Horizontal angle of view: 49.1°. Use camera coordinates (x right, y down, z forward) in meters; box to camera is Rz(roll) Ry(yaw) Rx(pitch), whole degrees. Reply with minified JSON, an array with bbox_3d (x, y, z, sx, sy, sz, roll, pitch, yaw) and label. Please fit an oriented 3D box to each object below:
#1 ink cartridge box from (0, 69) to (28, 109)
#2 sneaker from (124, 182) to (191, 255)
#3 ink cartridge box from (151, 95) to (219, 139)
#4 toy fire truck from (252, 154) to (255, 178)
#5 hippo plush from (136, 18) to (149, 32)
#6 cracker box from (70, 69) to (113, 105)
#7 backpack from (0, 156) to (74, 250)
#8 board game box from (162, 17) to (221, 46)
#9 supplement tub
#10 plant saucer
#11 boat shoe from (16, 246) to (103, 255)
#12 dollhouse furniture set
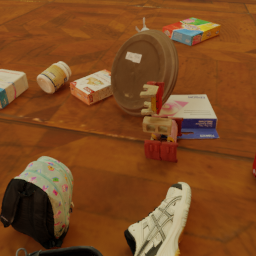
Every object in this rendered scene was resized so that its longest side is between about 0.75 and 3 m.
[{"bbox_3d":[-4.544,-1.441,10.061,1.145,0.671,1.585,12,40,15],"label":"ink cartridge box"},{"bbox_3d":[0.528,1.942,5.409,1.117,0.964,2.548,12,38,16],"label":"sneaker"},{"bbox_3d":[1.747,-0.426,8.959,1.954,0.431,1.990,-1,36,-2],"label":"ink cartridge box"},{"bbox_3d":[4.007,0.644,7.101,1.628,1.190,1.849,4,26,6],"label":"toy fire truck"},{"bbox_3d":[1.031,-4.042,13.304,1.275,1.264,1.586,8,54,-41],"label":"hippo plush"},{"bbox_3d":[-1.125,-1.550,10.355,1.691,0.488,1.133,-31,47,-33],"label":"cracker box"},{"bbox_3d":[-1.703,1.388,5.427,1.376,1.649,1.044,18,35,8],"label":"backpack"},{"bbox_3d":[3.448,-5.283,15.213,2.579,0.520,1.973,-30,46,-33],"label":"board game box"},{"bbox_3d":[-2.725,-1.899,10.434,0.802,0.802,1.110,23,55,27],"label":"supplement tub"},{"bbox_3d":[0.353,-1.749,8.863,0.412,2.794,2.794,5,26,-44],"label":"plant saucer"},{"bbox_3d":[-1.616,2.543,4.725,2.726,0.849,1.017,-6,40,-6],"label":"boat shoe"},{"bbox_3d":[0.936,-0.275,7.259,0.896,2.204,1.186,6,43,14],"label":"dollhouse furniture set"}]
